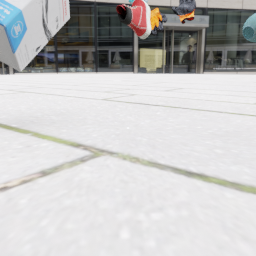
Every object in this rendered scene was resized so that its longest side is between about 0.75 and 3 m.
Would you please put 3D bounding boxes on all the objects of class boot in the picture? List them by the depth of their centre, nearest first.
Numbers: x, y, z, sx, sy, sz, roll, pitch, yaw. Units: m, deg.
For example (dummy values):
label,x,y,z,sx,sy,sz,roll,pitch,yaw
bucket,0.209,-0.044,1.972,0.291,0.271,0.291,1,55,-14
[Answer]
label,x,y,z,sx,sy,sz,roll,pitch,yaw
boot,0.070,-2.272,5.372,0.734,1.017,0.368,24,-42,-38

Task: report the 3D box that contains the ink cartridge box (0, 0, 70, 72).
label,x,y,z,sx,sy,sz,roll,pitch,yaw
ink cartridge box,-2.431,-3.184,7.297,1.014,2.989,1.734,29,-25,4

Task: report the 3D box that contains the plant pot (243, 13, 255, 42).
label,x,y,z,sx,sy,sz,roll,pitch,yaw
plant pot,3.774,-2.935,8.372,0.569,0.845,0.845,-29,25,-24

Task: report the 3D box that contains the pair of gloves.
label,x,y,z,sx,sy,sz,roll,pitch,yaw
pair of gloves,1.566,-4.342,10.667,2.083,0.258,1.856,-15,46,23

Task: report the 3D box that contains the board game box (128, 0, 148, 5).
label,x,y,z,sx,sy,sz,roll,pitch,yaw
board game box,0.513,-4.986,10.176,0.287,1.222,0.923,25,9,21
